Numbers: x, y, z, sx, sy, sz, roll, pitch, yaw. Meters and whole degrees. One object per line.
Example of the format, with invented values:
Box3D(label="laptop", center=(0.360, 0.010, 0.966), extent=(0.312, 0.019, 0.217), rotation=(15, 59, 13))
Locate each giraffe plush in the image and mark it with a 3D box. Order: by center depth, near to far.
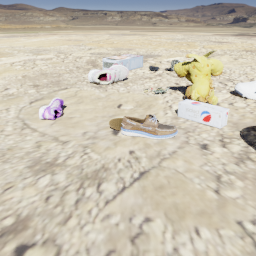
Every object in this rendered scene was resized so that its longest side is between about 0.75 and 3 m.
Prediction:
Box3D(label="giraffe plush", center=(2.357, -1.454, 9.015), extent=(1.568, 1.474, 1.817), rotation=(1, -8, -4))

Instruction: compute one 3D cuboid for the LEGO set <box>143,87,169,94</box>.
Box3D(label="LEGO set", center=(1.053, -1.337, 10.286), extent=(0.638, 0.278, 0.982), rotation=(-19, 16, -42))

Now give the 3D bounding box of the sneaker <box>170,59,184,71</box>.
Box3D(label="sneaker", center=(2.804, -3.051, 14.078), extent=(1.497, 0.587, 0.673), rotation=(26, 19, 36))

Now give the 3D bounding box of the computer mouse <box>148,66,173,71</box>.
Box3D(label="computer mouse", center=(1.653, -2.931, 14.103), extent=(1.274, 0.217, 0.373), rotation=(9, -1, 10))

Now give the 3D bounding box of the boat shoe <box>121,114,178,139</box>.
Box3D(label="boat shoe", center=(0.517, -0.052, 6.782), extent=(1.388, 0.502, 0.502), rotation=(2, 23, 4))

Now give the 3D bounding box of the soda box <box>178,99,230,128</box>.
Box3D(label="soda box", center=(2.049, -0.413, 7.699), extent=(1.348, 0.459, 0.429), rotation=(21, 30, 41))

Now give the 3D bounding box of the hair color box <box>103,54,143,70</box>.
Box3D(label="hair color box", center=(-0.230, -3.383, 14.537), extent=(1.048, 0.642, 2.116), rotation=(17, 29, 34))

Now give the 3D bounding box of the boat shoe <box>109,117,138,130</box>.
Box3D(label="boat shoe", center=(-0.051, -0.142, 7.257), extent=(0.945, 0.341, 0.307), rotation=(-3, 15, -15))

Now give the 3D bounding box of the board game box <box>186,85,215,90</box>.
Box3D(label="board game box", center=(2.792, -1.549, 10.803), extent=(0.893, 0.155, 0.605), rotation=(-9, 25, -20))

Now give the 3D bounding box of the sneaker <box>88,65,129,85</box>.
Box3D(label="sneaker", center=(-0.729, -2.137, 11.618), extent=(1.740, 0.708, 0.768), rotation=(-16, 28, -16))

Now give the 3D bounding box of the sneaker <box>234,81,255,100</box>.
Box3D(label="sneaker", center=(5.007, -1.814, 9.543), extent=(2.483, 1.616, 0.991), rotation=(7, 23, 16))

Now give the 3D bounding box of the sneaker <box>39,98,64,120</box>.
Box3D(label="sneaker", center=(-2.082, -0.516, 8.066), extent=(0.487, 0.443, 1.101), rotation=(12, 29, 12))
